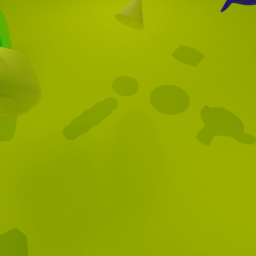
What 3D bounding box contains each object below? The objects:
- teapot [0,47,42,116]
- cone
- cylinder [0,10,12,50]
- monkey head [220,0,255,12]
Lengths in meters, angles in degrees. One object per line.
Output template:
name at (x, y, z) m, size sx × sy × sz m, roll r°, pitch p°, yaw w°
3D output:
teapot at (-1.469, -0.561, 3.283) m, size 0.926 × 1.489 × 0.729 m, roll 1°, pitch 74°, yaw -5°
cone at (0.209, -3.587, 8.362) m, size 0.926 × 0.926 × 0.929 m, roll 22°, pitch 92°, yaw 17°
cylinder at (-3.796, -2.303, 7.141) m, size 1.294 × 1.294 × 1.294 m, roll -7°, pitch 51°, yaw -9°
monkey head at (2.852, -3.435, 6.548) m, size 1.921 × 1.158 × 1.382 m, roll -10°, pitch 22°, yaw 47°
